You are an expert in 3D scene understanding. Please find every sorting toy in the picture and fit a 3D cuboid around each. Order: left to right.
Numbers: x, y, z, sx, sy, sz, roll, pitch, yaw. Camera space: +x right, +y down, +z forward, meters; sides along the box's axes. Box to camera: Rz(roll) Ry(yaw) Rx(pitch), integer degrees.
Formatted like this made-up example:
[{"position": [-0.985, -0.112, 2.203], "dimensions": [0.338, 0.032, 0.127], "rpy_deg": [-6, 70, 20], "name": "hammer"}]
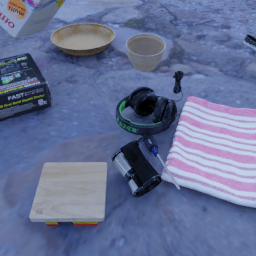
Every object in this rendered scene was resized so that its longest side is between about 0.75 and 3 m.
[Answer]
[{"position": [-1.058, 1.280, 5.387], "dimensions": [1.279, 0.445, 1.271], "rpy_deg": [0, 41, 0], "name": "sorting toy"}]

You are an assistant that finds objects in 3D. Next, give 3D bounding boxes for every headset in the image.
[{"position": [0.687, -0.669, 7.109], "dimensions": [1.376, 1.047, 2.228], "rpy_deg": [32, 47, 30], "name": "headset"}]

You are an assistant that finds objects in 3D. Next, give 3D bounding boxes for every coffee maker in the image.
[{"position": [0.250, 0.760, 5.648], "dimensions": [0.954, 0.916, 0.643], "rpy_deg": [52, 19, 28], "name": "coffee maker"}]

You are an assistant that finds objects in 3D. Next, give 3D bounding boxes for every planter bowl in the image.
[{"position": [0.350, -1.482, 5.706], "dimensions": [0.784, 0.527, 0.784], "rpy_deg": [0, 51, 0], "name": "planter bowl"}]

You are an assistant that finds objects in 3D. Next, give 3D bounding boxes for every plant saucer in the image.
[{"position": [-1.660, -3.296, 10.511], "dimensions": [2.382, 0.422, 2.382], "rpy_deg": [0, 42, 0], "name": "plant saucer"}]

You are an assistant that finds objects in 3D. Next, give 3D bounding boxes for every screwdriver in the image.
[{"position": [0.653, 0.659, 5.994], "dimensions": [0.285, 0.273, 1.955], "rpy_deg": [-1, 30, -12], "name": "screwdriver"}]

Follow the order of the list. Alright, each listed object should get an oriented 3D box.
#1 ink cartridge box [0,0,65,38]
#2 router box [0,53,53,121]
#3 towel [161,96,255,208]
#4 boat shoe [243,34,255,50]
[{"position": [-2.340, -3.554, 6.539], "dimensions": [1.637, 2.254, 1.630], "rpy_deg": [42, 26, -11], "name": "ink cartridge box"}, {"position": [-3.627, -1.066, 7.731], "dimensions": [2.578, 0.801, 1.932], "rpy_deg": [-20, 45, -20], "name": "router box"}, {"position": [2.128, 0.335, 6.453], "dimensions": [2.164, 0.442, 2.957], "rpy_deg": [13, 43, 15], "name": "towel"}, {"position": [4.812, -3.110, 10.367], "dimensions": [0.412, 0.340, 1.200], "rpy_deg": [-26, 48, -26], "name": "boat shoe"}]
